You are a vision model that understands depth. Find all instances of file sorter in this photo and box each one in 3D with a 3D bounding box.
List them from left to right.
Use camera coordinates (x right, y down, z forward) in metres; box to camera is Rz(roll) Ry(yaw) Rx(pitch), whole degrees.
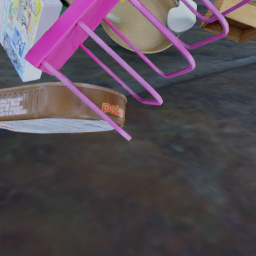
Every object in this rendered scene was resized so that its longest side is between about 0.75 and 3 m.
[{"bbox_3d":[0.187,-1.418,4.310,2.772,1.738,1.926,-48,11,0],"label":"file sorter"}]

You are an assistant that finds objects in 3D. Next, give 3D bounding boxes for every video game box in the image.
[{"bbox_3d":[-2.173,-2.291,5.675,0.473,2.022,1.842,-19,70,-38],"label":"video game box"}]

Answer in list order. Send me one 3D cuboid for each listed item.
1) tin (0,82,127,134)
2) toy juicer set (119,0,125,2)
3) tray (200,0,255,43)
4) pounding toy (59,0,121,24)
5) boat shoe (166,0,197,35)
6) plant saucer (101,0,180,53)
[{"bbox_3d":[-1.315,-0.239,4.541,2.721,0.570,1.524,-2,-13,31],"label":"tin"},{"bbox_3d":[0.271,-3.851,7.400,1.735,0.742,2.727,-49,31,-7],"label":"toy juicer set"},{"bbox_3d":[2.203,-2.222,5.848,1.083,0.407,2.196,21,15,2],"label":"tray"},{"bbox_3d":[-2.005,-3.354,7.640,2.570,2.366,1.827,30,82,28],"label":"pounding toy"},{"bbox_3d":[1.367,-2.844,7.435,0.710,0.603,1.951,29,46,-3],"label":"boat shoe"},{"bbox_3d":[0.363,-3.581,9.054,2.806,2.806,0.497,-10,-11,-17],"label":"plant saucer"}]
